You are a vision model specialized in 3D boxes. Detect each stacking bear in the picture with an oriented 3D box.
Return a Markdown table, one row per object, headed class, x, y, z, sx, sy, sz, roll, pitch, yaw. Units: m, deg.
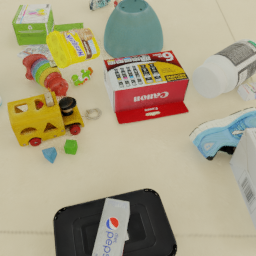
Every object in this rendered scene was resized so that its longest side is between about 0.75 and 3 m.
| class | x | y | z | sx | sy | sz | roll | pitch | yaw |
| --- | --- | --- | --- | --- | --- | --- | --- | --- | --- |
| stacking bear | -2.970 | -1.892 | 10.550 | 1.046 | 1.118 | 1.840 | -34 | 65 | -28 |

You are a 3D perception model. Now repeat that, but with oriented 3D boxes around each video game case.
| class | x | y | z | sx | sy | sz | roll | pitch | yaw |
| --- | --- | --- | --- | --- | --- | --- | --- | --- | --- |
| video game case | -3.990 | -3.295 | 12.266 | 1.253 | 0.148 | 1.141 | 21 | 52 | 18 |

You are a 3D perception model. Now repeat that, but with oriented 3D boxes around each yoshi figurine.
| class | x | y | z | sx | sy | sz | roll | pitch | yaw |
| --- | --- | --- | --- | --- | --- | --- | --- | --- | --- |
| yoshi figurine | -1.846 | -2.057 | 10.995 | 0.532 | 0.534 | 0.950 | 19 | 52 | 36 |

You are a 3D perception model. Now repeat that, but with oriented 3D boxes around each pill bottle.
| class | x | y | z | sx | sy | sz | roll | pitch | yaw |
| --- | --- | --- | --- | --- | --- | --- | --- | --- | --- |
| pill bottle | 3.725 | -2.206 | 10.438 | 2.603 | 1.472 | 1.472 | -31 | 56 | -26 |

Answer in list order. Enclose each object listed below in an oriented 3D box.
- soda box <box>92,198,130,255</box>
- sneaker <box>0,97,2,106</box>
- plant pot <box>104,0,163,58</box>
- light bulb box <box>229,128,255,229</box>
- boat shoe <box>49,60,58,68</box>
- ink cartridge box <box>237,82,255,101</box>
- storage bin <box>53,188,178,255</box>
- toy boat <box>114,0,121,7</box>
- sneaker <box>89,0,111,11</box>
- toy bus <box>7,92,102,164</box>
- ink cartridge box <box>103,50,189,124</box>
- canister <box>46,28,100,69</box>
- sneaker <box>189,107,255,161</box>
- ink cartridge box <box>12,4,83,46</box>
| class | x | y | z | sx | sy | sz | roll | pitch | yaw |
| --- | --- | --- | --- | --- | --- | --- | --- | --- | --- |
| soda box | -0.352 | 2.299 | 5.594 | 0.527 | 0.567 | 1.662 | 7 | 48 | 7 |
| sneaker | -5.540 | -1.960 | 10.030 | 1.078 | 1.769 | 2.710 | -35 | 57 | -25 |
| plant pot | 0.226 | -4.416 | 12.068 | 2.716 | 1.830 | 2.716 | -1 | 52 | 1 |
| light bulb box | 4.502 | 1.394 | 7.156 | 2.684 | 1.675 | 2.661 | -3 | 49 | -3 |
| boat shoe | -2.154 | -2.195 | 9.207 | 0.872 | 0.274 | 0.318 | -11 | 4 | 8 |
| ink cartridge box | 4.627 | -1.372 | 10.461 | 0.817 | 0.343 | 0.592 | -11 | 50 | -9 |
| storage bin | -0.316 | 2.606 | 6.458 | 2.512 | 1.177 | 1.698 | -11 | 50 | -9 |
| toy boat | -0.455 | -5.685 | 14.015 | 0.927 | 0.926 | 1.419 | -33 | 50 | 12 |
| sneaker | -1.473 | -6.762 | 14.980 | 0.712 | 0.640 | 1.650 | 23 | 53 | 15 |
| toy bus | -2.490 | -0.469 | 9.002 | 2.488 | 1.362 | 2.636 | 18 | 52 | 15 |
| ink cartridge box | 0.667 | -1.514 | 10.059 | 2.705 | 1.134 | 2.375 | -11 | 51 | -10 |
| canister | -1.515 | -2.313 | 7.975 | 1.314 | 0.569 | 0.976 | -29 | 97 | -43 |
| sneaker | 3.373 | 0.273 | 8.795 | 2.836 | 1.112 | 1.276 | -18 | 70 | -11 |
| ink cartridge box | -3.551 | -4.817 | 12.883 | 2.868 | 1.087 | 2.120 | -5 | 44 | -4 |
